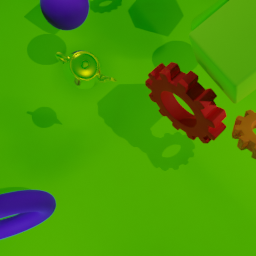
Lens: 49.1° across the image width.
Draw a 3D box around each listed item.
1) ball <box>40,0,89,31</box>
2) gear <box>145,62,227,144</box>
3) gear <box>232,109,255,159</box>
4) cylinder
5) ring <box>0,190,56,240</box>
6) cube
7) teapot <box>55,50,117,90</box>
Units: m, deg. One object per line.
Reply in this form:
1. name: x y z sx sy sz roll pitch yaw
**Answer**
1. ball: -1.578 -3.076 7.015 1.198 1.198 1.198 0 72 0
2. gear: 1.191 -0.506 6.018 0.359 1.940 1.940 -43 77 -13
3. gear: 2.694 0.118 5.330 1.315 0.243 1.315 -3 40 2
4. cylinder: 2.499 -2.667 7.320 1.218 1.218 1.218 15 65 -34
5. ring: -2.376 1.740 5.413 1.968 1.968 0.394 -21 66 -7
6. cube: 1.968 -1.356 4.869 1.207 1.207 1.207 -38 71 11
7. teapot: -0.735 -1.018 4.857 1.117 0.547 0.694 24 79 -13
